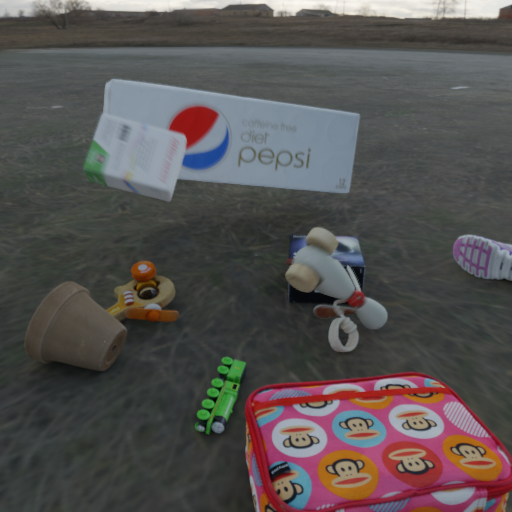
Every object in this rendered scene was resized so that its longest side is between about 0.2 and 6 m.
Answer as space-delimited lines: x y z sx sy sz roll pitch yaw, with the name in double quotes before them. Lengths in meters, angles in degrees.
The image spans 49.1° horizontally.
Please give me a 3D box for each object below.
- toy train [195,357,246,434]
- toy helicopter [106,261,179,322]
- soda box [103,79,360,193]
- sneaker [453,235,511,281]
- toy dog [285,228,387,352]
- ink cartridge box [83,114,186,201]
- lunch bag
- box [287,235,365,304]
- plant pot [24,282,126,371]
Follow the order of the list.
"toy train" -0.383 1.612 6.511 0.349 0.258 1.236 15 28 6
"toy helicopter" -1.813 0.778 8.077 1.511 0.596 0.999 -33 49 -32
"soda box" -0.503 -2.233 10.764 4.724 1.609 1.504 2 13 -20
"sneaker" 4.158 0.059 9.367 1.648 0.663 0.729 20 25 27
"toy dog" 0.992 0.421 7.712 1.108 1.680 0.809 -33 12 -24
"ink cartridge box" -1.662 -1.354 7.825 1.200 0.869 0.504 14 -16 -3
"lunch bag" 1.022 1.848 5.330 2.240 0.918 1.973 -3 22 -10
"box" 1.078 0.187 8.934 1.153 0.711 1.144 1 24 3
"plant pot" -2.193 0.990 7.098 0.940 1.078 1.078 24 30 7
